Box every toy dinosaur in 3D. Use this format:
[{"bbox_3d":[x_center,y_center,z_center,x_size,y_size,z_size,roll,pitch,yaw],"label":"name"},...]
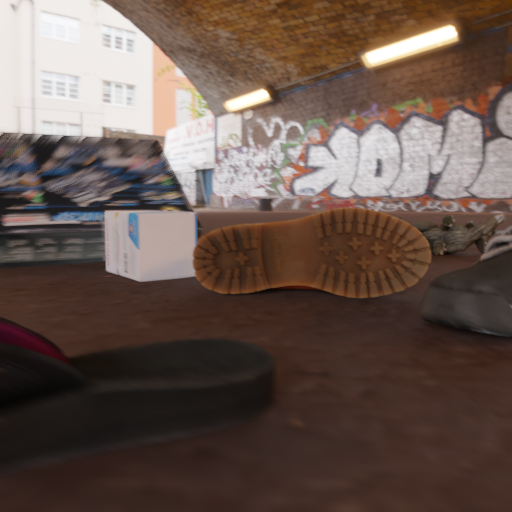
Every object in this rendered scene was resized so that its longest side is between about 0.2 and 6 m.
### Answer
[{"bbox_3d":[3.718,-0.371,11.436,2.509,0.965,1.283,-3,-12,44],"label":"toy dinosaur"}]

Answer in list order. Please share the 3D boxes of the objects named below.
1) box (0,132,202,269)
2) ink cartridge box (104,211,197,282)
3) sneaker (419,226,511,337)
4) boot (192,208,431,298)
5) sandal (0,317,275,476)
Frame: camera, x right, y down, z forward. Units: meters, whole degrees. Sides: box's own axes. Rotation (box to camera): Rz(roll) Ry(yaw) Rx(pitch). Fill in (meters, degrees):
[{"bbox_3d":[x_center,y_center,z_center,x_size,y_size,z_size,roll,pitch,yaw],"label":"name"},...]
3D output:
[{"bbox_3d":[-3.099,-1.112,10.293,3.540,0.814,2.814,-4,47,-31],"label":"box"},{"bbox_3d":[-1.563,-0.190,8.203,0.934,0.939,1.279,-5,8,-34],"label":"ink cartridge box"},{"bbox_3d":[2.607,-0.339,5.191,3.188,1.841,1.196,-4,7,-40],"label":"sneaker"},{"bbox_3d":[0.704,-0.038,6.897,2.688,1.008,1.441,0,0,10],"label":"boot"},{"bbox_3d":[-1.254,0.512,2.495,2.892,0.692,1.087,-4,7,-32],"label":"sandal"}]
